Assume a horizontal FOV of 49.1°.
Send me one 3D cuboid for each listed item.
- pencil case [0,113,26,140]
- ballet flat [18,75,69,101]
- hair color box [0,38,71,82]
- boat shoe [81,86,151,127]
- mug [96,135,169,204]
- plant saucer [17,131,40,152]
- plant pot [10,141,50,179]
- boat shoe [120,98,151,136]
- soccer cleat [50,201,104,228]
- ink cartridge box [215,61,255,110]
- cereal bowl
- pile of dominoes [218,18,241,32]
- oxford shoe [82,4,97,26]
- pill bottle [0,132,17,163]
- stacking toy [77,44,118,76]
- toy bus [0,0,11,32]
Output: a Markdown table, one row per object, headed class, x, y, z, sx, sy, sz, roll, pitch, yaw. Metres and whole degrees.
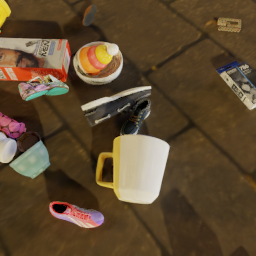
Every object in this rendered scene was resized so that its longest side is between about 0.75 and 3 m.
| class | x | y | z | sx | sy | sz | roll | pitch | yaw |
| --- | --- | --- | --- | --- | --- | --- | --- | --- | --- |
| pencil case | -4.391 | -0.218 | 9.851 | 1.573 | 0.737 | 0.714 | 29 | 110 | 14 |
| ballet flat | -2.797 | -1.408 | 9.385 | 1.963 | 0.679 | 0.699 | -24 | 87 | -55 |
| hair color box | -3.797 | -2.705 | 11.085 | 2.770 | 0.885 | 1.536 | 1 | 62 | 2 |
| boat shoe | -0.285 | -0.836 | 10.044 | 2.782 | 1.028 | 0.839 | -22 | 98 | -30 |
| mug | 0.202 | 1.373 | 8.681 | 1.743 | 2.176 | 1.786 | 18 | 68 | -27 |
| plant saucer | -3.437 | 0.503 | 9.742 | 0.812 | 0.149 | 0.812 | 0 | 61 | 0 |
| plant pot | -3.013 | 1.089 | 8.941 | 1.208 | 1.208 | 0.809 | -40 | 98 | -19 |
| boat shoe | 0.250 | -0.354 | 9.873 | 0.572 | 0.734 | 1.618 | 29 | 65 | 15 |
| soccer cleat | -1.546 | 2.557 | 8.339 | 1.656 | 0.633 | 0.552 | 13 | 62 | 8 |
| ink cartridge box | 4.508 | -1.821 | 10.867 | 1.101 | 0.434 | 2.214 | -26 | 63 | -13 |
| cereal bowl | -1.143 | -2.431 | 10.975 | 1.879 | 0.783 | 1.879 | 0 | 63 | 0 |
| pile of dominoes | 4.571 | -4.680 | 12.571 | 1.052 | 0.168 | 0.820 | 8 | 61 | 5 |
| oxford shoe | -1.818 | -5.063 | 12.715 | 0.440 | 0.440 | 1.234 | 1 | 58 | 34 |
| pill bottle | -4.719 | 0.513 | 9.223 | 1.859 | 1.045 | 1.045 | 16 | 63 | 8 |
| stacking toy | -0.963 | -2.681 | 10.397 | 1.635 | 1.195 | 1.195 | -12 | 53 | 39 |
| toy bus | -6.480 | -4.805 | 12.094 | 2.088 | 1.417 | 2.004 | 11 | 78 | 9 |
